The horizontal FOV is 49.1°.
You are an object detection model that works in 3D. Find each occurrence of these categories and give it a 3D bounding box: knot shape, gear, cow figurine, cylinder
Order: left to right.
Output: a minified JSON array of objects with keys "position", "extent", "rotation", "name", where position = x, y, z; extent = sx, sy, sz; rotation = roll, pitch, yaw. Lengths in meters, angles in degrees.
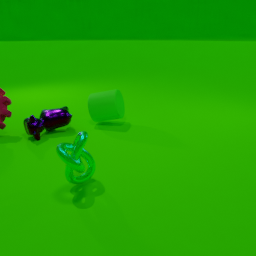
[{"position":[-4.189,-0.507,8.096],"extent":[1.600,1.600,0.296],"rotation":[2,-14,7],"name":"gear"},{"position":[-2.354,-0.195,8.357],"extent":[1.388,0.762,1.366],"rotation":[-12,16,-5],"name":"cow figurine"},{"position":[-1.017,0.575,5.443],"extent":[0.492,1.064,0.996],"rotation":[-6,-7,13],"name":"knot shape"},{"position":[-0.698,-0.729,9.220],"extent":[0.959,0.959,0.959],"rotation":[-8,17,16],"name":"cylinder"}]
